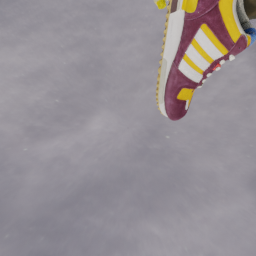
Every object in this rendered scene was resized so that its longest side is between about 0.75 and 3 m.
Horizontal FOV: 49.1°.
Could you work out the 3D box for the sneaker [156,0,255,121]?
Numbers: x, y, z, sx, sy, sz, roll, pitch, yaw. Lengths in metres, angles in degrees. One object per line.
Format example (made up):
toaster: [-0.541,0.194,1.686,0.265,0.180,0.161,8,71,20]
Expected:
sneaker: [1.219,-1.149,4.360,1.282,2.845,1.066,14,46,15]

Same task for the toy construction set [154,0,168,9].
toy construction set: [1.650,-3.637,6.161,2.365,1.550,1.089,-31,83,-5]

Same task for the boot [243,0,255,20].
boot: [2.815,-1.981,4.870,1.013,2.713,1.315,-18,94,-52]
